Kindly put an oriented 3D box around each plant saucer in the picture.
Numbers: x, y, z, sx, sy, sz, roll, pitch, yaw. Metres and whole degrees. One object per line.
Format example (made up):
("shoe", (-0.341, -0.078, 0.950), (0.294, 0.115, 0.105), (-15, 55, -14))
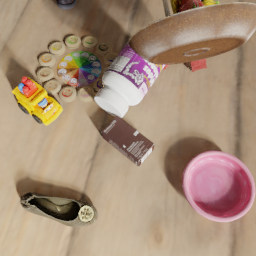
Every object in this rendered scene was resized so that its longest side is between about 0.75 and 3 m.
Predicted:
("plant saucer", (1.421, -1.838, 5.994), (2.793, 2.793, 0.511), (-10, 91, -5))
("plant saucer", (2.400, 1.573, 7.581), (1.904, 0.483, 1.904), (0, 63, 1))

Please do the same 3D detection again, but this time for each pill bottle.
("pill bottle", (0.086, -1.581, 8.558), (1.394, 1.394, 2.482), (30, 76, 14))

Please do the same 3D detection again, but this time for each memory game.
("memory game", (-1.685, -2.099, 9.555), (2.892, 0.184, 2.892), (0, 64, 0))

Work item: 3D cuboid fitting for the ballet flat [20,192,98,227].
("ballet flat", (-1.826, 2.085, 7.320), (2.108, 0.489, 0.710), (13, 64, 6))

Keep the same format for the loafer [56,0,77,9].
("loafer", (-2.449, -6.007, 11.077), (1.031, 0.903, 2.868), (-5, 64, -3))

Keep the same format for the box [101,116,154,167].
("box", (-0.005, 0.368, 8.156), (1.437, 0.538, 0.719), (36, 69, 18))

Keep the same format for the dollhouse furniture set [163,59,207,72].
("dollhouse furniture set", (1.748, -2.370, 9.533), (1.674, 0.681, 0.901), (-12, 64, 13))

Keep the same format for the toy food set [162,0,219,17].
("toy food set", (1.797, -3.263, 7.298), (0.879, 2.691, 1.583), (-8, 90, 33))

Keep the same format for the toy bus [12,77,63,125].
("toy bus", (-2.741, -0.905, 8.360), (1.350, 1.296, 0.916), (35, 67, 14))
